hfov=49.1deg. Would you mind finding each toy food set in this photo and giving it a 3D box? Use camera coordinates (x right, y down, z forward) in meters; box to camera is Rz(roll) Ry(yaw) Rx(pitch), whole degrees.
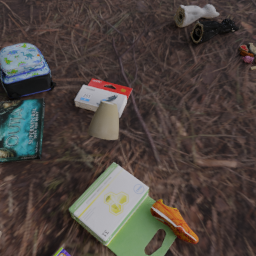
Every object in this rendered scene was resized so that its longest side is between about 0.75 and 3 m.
[{"bbox_3d":[4.645,-2.772,10.553,0.871,0.216,1.370,-10,54,-8],"label":"toy food set"}]

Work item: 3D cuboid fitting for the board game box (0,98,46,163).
[{"bbox_3d":[-3.301,0.032,8.440,1.454,0.303,2.149,-6,54,-4],"label":"board game box"}]

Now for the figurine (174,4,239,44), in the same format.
[{"bbox_3d":[3.211,-4.392,11.469,1.986,0.876,2.036,-17,55,-22],"label":"figurine"}]

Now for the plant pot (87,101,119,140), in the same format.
[{"bbox_3d":[-0.502,-0.202,6.396,0.721,0.770,0.721,12,10,-2],"label":"plant pot"}]

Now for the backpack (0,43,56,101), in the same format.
[{"bbox_3d":[-3.497,-2.052,9.359,1.623,1.303,1.773,-20,52,-18],"label":"backpack"}]

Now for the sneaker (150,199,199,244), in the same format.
[{"bbox_3d":[1.161,2.208,6.701,1.329,0.485,0.513,39,57,20],"label":"sneaker"}]

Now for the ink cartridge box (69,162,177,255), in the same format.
[{"bbox_3d":[-0.002,2.136,6.768,2.331,0.559,1.696,32,60,24],"label":"ink cartridge box"}]

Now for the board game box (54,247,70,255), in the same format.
[{"bbox_3d":[-1.567,3.574,5.786,1.147,0.382,1.706,32,60,22],"label":"board game box"}]

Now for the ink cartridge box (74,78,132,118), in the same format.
[{"bbox_3d":[-0.775,-1.118,9.262,1.557,0.348,1.372,15,56,11],"label":"ink cartridge box"}]

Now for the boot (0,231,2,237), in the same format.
[{"bbox_3d":[-3.216,2.914,6.095,1.914,0.672,1.400,16,55,13],"label":"boot"}]
